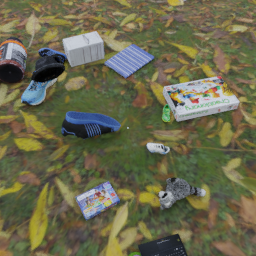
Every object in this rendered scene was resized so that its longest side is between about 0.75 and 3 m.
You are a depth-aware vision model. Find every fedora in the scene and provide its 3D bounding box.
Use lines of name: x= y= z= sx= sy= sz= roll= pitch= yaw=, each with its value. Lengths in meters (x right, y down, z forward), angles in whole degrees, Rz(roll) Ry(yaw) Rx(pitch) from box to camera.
fedora: x=-3.273 y=-2.418 z=11.213 sx=1.493 sy=1.493 sz=0.682 roll=-20 pitch=83 yaw=-16

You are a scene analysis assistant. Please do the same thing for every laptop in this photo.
laptop: x=1.168 y=3.587 z=7.524 sx=1.318 sy=0.768 sz=1.487 roll=-8 pitch=51 yaw=-18

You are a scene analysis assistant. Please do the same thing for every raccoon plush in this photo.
raccoon plush: x=1.696 y=2.206 z=8.868 sx=1.505 sy=0.728 sz=1.008 roll=12 pitch=59 yaw=9

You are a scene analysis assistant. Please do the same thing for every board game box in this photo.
board game box: x=-0.980 y=2.319 z=9.038 sx=1.208 sy=0.208 sz=0.818 roll=-23 pitch=54 yaw=-18
board game box: x=3.048 y=-1.280 z=11.871 sx=2.707 sy=0.468 sz=1.709 roll=-12 pitch=52 yaw=-10

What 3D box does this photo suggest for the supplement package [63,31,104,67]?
supplement package: x=-2.145 y=-3.860 z=13.684 sx=1.736 sy=1.019 sz=1.015 roll=-20 pitch=53 yaw=-16

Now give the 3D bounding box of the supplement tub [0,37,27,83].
supplement tub: x=-5.386 y=-3.242 z=13.025 sx=1.246 sy=1.246 sz=2.329 roll=-7 pitch=50 yaw=-6

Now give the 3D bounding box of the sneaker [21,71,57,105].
sneaker: x=-3.945 y=-1.983 z=12.066 sx=0.937 sy=1.075 sz=2.390 roll=12 pitch=53 yaw=10

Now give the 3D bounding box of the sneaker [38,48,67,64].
sneaker: x=-3.782 y=-3.502 z=13.710 sx=1.475 sy=0.517 sz=0.575 roll=13 pitch=44 yaw=9

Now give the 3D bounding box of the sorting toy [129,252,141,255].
sorting toy: x=0.118 y=3.894 z=7.528 sx=0.740 sy=0.506 sz=1.232 roll=27 pitch=55 yaw=21

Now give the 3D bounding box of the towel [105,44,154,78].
towel: x=0.087 y=-3.309 z=13.783 sx=1.523 sy=0.251 sz=2.103 roll=38 pitch=61 yaw=24

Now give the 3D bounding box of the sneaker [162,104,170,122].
sneaker: x=1.557 y=-0.609 z=11.388 sx=0.325 sy=0.366 sz=0.876 roll=1 pitch=51 yaw=0

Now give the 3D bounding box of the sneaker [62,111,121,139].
sneaker: x=-1.363 y=-0.018 z=10.311 sx=2.238 sy=0.872 sz=0.785 roll=8 pitch=30 yaw=-33

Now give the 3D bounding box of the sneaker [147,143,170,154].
sneaker: x=1.049 y=0.689 z=9.841 sx=1.032 sy=0.374 sz=0.371 roll=15 pitch=51 yaw=-41
